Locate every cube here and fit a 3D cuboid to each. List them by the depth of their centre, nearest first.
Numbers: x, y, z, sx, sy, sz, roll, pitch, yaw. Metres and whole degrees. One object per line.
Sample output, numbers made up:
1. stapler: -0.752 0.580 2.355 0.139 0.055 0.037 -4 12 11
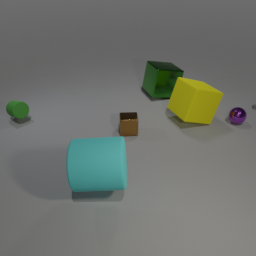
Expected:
1. cube: 0.028 -0.161 10.971 0.700 0.700 0.700 -2 29 -3
2. cube: 2.720 -1.117 11.505 1.400 1.400 1.400 5 26 -28
3. cube: 1.686 -2.405 13.843 1.400 1.400 1.400 -1 29 -21

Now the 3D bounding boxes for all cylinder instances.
1. cylinder: -0.774 0.957 7.452 1.400 1.400 1.400 -3 31 3
2. cylinder: -4.576 -0.775 11.608 0.700 0.700 0.700 12 30 44

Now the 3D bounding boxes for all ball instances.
1. ball: 4.526 -0.513 11.569 0.700 0.700 0.700 0 31 0
